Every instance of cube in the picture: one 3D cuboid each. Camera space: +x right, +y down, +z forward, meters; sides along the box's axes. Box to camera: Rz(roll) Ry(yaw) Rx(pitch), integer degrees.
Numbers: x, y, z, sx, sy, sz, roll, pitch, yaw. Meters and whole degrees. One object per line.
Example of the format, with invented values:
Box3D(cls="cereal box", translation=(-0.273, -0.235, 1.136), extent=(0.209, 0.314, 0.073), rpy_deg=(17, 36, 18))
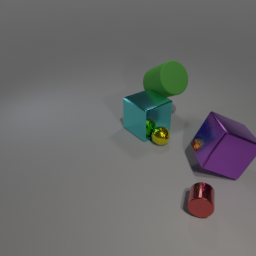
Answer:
Box3D(cls="cube", translation=(3.095, 0.550, 9.034), extent=(1.400, 1.400, 1.400), rpy_deg=(20, 26, -15))
Box3D(cls="cube", translation=(0.760, -0.544, 11.216), extent=(1.400, 1.400, 1.400), rpy_deg=(-22, 39, -31))

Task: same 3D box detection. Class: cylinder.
Box3D(cls="cylinder", translation=(1.565, -1.989, 11.815), extent=(1.400, 1.400, 1.400), rpy_deg=(-19, 6, -27))
Box3D(cls="cylinder", translation=(2.056, 2.001, 7.827), extent=(0.700, 0.700, 0.700), rpy_deg=(9, 29, 13))

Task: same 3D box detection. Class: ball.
Box3D(cls="ball", translation=(1.239, 0.286, 10.568), extent=(0.700, 0.700, 0.700), rpy_deg=(0, 33, 0))
